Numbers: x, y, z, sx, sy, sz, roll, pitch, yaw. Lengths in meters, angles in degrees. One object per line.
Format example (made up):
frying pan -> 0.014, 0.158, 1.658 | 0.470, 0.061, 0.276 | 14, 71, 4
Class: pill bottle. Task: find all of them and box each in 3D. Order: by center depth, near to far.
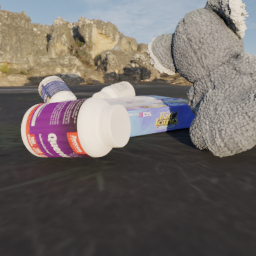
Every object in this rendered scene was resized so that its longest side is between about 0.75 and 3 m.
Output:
pill bottle -> -0.778, 0.007, 4.218 | 1.541, 0.867, 0.867 | -3, 8, 28
pill bottle -> -2.143, -0.899, 8.787 | 0.886, 0.886, 1.597 | -7, 38, -34
pill bottle -> -0.489, -1.017, 9.398 | 0.826, 0.826, 1.444 | 8, 24, 37

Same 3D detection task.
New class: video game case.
video game case -> 0.314, -0.429, 7.733 | 2.886, 0.656, 2.616 | -8, 13, -31

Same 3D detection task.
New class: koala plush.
koala plush -> 1.545, -0.963, 4.692 | 2.120, 2.391, 2.197 | -27, 3, 44
